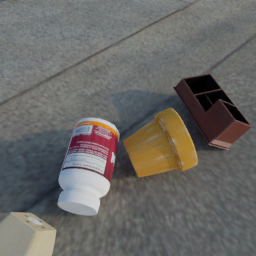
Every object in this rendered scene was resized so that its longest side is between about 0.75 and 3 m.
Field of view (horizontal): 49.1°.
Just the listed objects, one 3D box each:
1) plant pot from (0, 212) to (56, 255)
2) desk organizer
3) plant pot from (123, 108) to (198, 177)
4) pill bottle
[{"bbox_3d":[-2.144,2.338,5.643,1.140,1.142,1.011,24,81,21],"label":"plant pot"},{"bbox_3d":[2.504,-0.688,8.602,0.935,1.004,2.607,15,38,-35],"label":"desk organizer"},{"bbox_3d":[0.759,0.522,7.438,1.534,1.676,1.676,-23,49,-2],"label":"plant pot"},{"bbox_3d":[-0.993,0.956,7.056,1.257,1.257,2.225,7,57,6],"label":"pill bottle"}]
